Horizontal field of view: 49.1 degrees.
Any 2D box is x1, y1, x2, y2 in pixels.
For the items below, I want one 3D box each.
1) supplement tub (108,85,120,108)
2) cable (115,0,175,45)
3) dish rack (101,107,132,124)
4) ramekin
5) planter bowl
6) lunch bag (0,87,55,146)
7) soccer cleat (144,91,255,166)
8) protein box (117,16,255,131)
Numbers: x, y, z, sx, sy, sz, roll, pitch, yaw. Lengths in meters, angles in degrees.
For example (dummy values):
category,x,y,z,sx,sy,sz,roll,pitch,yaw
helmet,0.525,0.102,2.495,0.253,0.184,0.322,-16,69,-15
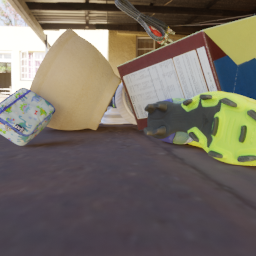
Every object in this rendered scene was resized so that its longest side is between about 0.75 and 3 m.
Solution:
category,x,y,z,sx,sy,sz,roll,pitch,yaw
supplement tub,-0.762,-1.312,13.177,2.751,1.471,1.471,3,7,21
cable,0.379,-2.692,7.244,1.823,0.459,0.885,27,51,-2
dish rack,0.133,-0.490,10.237,2.475,0.539,2.124,0,6,-13
ramekin,0.447,-0.918,8.830,1.746,1.746,0.851,-3,-7,-26
planter bowl,-1.263,-1.002,7.431,1.756,2.610,2.610,26,5,-4
lunch bag,-2.029,-0.252,5.384,0.895,0.459,1.113,36,38,-2
soccer cleat,1.383,-0.078,4.599,1.255,0.970,3.000,1,5,-25
protein box,1.707,-1.303,6.985,2.636,1.791,2.655,-27,12,-38
